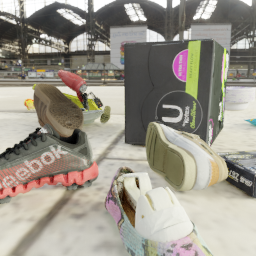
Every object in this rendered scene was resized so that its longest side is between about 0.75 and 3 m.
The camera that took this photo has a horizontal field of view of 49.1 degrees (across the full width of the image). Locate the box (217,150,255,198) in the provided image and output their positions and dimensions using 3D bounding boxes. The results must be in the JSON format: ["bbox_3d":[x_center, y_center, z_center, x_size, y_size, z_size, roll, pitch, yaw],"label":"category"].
[{"bbox_3d":[2.047,0.582,3.945,1.386,0.340,1.117,-2,12,-12],"label":"box"}]

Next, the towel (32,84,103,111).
[{"bbox_3d":[-2.321,-1.122,11.005,2.835,0.256,1.220,15,-12,21],"label":"towel"}]

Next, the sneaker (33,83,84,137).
[{"bbox_3d":[-1.932,-0.289,7.643,0.934,1.002,2.652,-2,32,-31],"label":"sneaker"}]

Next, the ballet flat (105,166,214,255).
[{"bbox_3d":[0.172,0.724,2.438,0.572,0.589,1.656,-5,12,-20],"label":"ballet flat"}]

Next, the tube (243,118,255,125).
[{"bbox_3d":[3.984,-0.149,8.201,0.552,0.359,1.427,12,5,-6],"label":"tube"}]

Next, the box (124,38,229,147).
[{"bbox_3d":[1.302,-0.858,6.726,1.829,2.186,2.943,5,11,25],"label":"box"}]

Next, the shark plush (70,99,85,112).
[{"bbox_3d":[-2.142,-0.697,9.926,0.809,0.741,1.780,-6,12,-27],"label":"shark plush"}]

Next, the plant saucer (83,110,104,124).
[{"bbox_3d":[-1.412,-0.305,8.606,1.393,0.350,1.393,-8,7,1],"label":"plant saucer"}]

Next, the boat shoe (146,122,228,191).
[{"bbox_3d":[0.758,0.396,4.219,0.654,0.714,1.911,3,17,-13],"label":"boat shoe"}]

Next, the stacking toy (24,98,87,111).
[{"bbox_3d":[-3.060,-1.028,12.271,2.519,0.592,1.899,-6,12,-32],"label":"stacking toy"}]

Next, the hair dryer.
[{"bbox_3d":[-1.630,-1.133,8.980,0.483,1.778,1.354,-42,11,-29],"label":"hair dryer"}]

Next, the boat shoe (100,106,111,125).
[{"bbox_3d":[-0.725,-0.363,9.015,0.311,0.285,0.833,20,41,-3],"label":"boat shoe"}]

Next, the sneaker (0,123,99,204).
[{"bbox_3d":[-1.246,0.392,3.513,1.802,0.880,0.637,-7,14,-25],"label":"sneaker"}]

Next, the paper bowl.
[{"bbox_3d":[4.779,-1.366,12.898,1.939,1.009,1.939,0,10,0],"label":"paper bowl"}]
